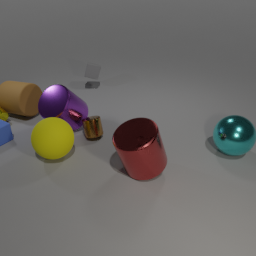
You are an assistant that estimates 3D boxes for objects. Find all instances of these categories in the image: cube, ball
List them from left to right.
[{"bbox_3d":[-4.827,0.174,10.404,0.700,0.700,0.700,19,35,29],"label":"cube"},{"bbox_3d":[-2.510,0.343,9.367,1.400,1.400,1.400,0,30,0],"label":"ball"},{"bbox_3d":[-1.832,-2.967,14.539,0.700,0.700,0.700,13,17,-11],"label":"cube"},{"bbox_3d":[3.631,0.255,9.577,1.400,1.400,1.400,0,30,0],"label":"ball"}]

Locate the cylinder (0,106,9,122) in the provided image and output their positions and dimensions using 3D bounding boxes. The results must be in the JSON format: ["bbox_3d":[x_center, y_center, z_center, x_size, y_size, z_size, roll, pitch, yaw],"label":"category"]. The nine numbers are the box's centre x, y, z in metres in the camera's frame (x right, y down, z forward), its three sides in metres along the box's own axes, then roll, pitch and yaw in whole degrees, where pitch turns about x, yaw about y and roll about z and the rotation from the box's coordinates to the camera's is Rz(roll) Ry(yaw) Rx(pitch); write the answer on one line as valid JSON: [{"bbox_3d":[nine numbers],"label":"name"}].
[{"bbox_3d":[-5.405,-0.566,11.462,0.700,0.700,0.700,38,42,13],"label":"cylinder"}]

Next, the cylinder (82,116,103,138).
[{"bbox_3d":[-1.333,-0.044,10.603,0.700,0.700,0.700,-10,15,3],"label":"cylinder"}]

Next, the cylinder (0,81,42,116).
[{"bbox_3d":[-4.647,-1.277,12.052,1.400,1.400,1.400,10,31,25],"label":"cylinder"}]

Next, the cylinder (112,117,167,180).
[{"bbox_3d":[0.387,0.638,8.567,1.400,1.400,1.400,-13,40,11],"label":"cylinder"}]

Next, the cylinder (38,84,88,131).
[{"bbox_3d":[-2.462,-0.749,10.755,1.400,1.400,1.400,-8,68,21],"label":"cylinder"}]
